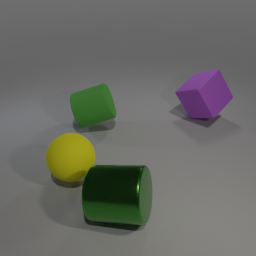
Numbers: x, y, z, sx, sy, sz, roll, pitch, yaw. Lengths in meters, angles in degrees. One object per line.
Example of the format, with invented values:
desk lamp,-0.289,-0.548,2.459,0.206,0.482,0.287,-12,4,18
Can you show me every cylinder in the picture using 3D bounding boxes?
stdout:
cylinder,-1.327,-0.870,10.870,1.400,1.400,1.400,-17,29,7
cylinder,-0.219,1.614,6.909,1.400,1.400,1.400,-2,28,17

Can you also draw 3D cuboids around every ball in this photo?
ball,-1.656,0.844,8.128,1.400,1.400,1.400,0,30,0

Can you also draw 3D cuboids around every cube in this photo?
cube,3.100,-1.356,11.433,1.400,1.400,1.400,-43,21,-21
